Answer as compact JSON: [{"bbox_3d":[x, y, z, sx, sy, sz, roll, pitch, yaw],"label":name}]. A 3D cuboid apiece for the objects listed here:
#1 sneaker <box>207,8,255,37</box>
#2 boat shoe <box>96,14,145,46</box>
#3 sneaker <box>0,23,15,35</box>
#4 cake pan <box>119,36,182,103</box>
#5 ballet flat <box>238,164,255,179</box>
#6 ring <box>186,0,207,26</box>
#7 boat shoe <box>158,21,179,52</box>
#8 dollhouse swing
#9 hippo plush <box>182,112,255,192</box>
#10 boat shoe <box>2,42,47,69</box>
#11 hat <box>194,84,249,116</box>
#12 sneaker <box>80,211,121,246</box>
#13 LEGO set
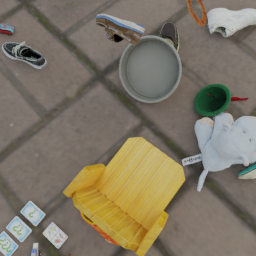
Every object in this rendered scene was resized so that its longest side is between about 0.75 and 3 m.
[{"bbox_3d":[4.404,-4.255,11.493,2.334,0.874,1.162,1,85,3],"label":"sneaker"},{"bbox_3d":[-0.318,-2.551,7.306,1.586,0.573,0.574,29,104,36],"label":"boat shoe"},{"bbox_3d":[-5.154,-4.157,11.638,0.911,0.361,0.435,18,59,-2],"label":"sneaker"},{"bbox_3d":[0.814,-2.089,10.093,2.345,0.430,2.345,6,106,23],"label":"cake pan"},{"bbox_3d":[4.447,1.378,9.367,1.643,0.554,0.512,-30,82,-11],"label":"ballet flat"},{"bbox_3d":[2.232,-3.862,8.976,0.114,1.188,1.188,-16,67,42],"label":"ring"},{"bbox_3d":[1.539,-3.162,10.923,0.977,0.865,2.670,7,69,3],"label":"boat shoe"},{"bbox_3d":[0.196,1.685,8.384,2.751,2.500,2.418,37,94,13],"label":"dollhouse swing"},{"bbox_3d":[3.076,0.301,8.871,2.730,2.195,2.174,-24,71,-9],"label":"hippo plush"},{"bbox_3d":[-4.132,-2.960,10.950,1.970,0.673,0.727,31,72,11],"label":"boat shoe"},{"bbox_3d":[3.441,-0.795,10.412,1.557,1.371,1.290,0,69,38],"label":"hat"},{"bbox_3d":[-0.706,3.020,8.620,1.920,0.740,0.701,28,70,9],"label":"sneaker"},{"bbox_3d":[-2.841,3.603,8.513,2.280,0.560,1.703,38,77,13],"label":"LEGO set"}]
